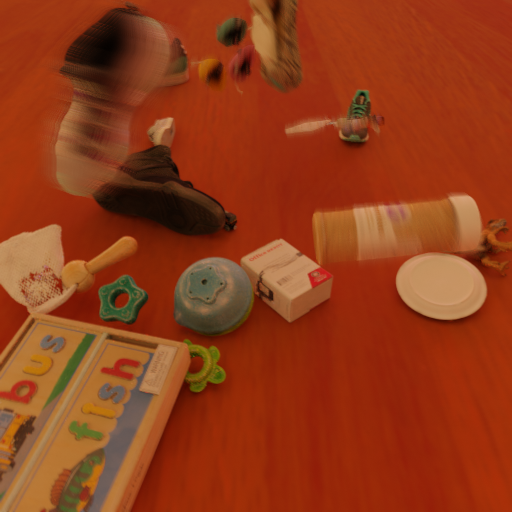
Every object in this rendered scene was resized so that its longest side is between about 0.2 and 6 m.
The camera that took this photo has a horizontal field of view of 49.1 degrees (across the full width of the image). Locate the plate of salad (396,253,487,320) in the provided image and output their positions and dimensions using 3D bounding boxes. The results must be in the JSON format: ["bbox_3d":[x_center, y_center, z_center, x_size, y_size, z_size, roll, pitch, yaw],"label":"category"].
[{"bbox_3d":[3.172,0.534,9.660,1.491,0.358,1.491,-4,47,5],"label":"plate of salad"}]

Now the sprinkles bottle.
[{"bbox_3d":[1.295,-0.233,5.287,1.488,0.508,0.508,-6,39,3],"label":"sprinkles bottle"}]

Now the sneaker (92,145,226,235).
[{"bbox_3d":[-1.730,-1.447,11.443,3.066,1.172,1.756,16,48,27],"label":"sneaker"}]

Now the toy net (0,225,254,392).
[{"bbox_3d":[-2.338,0.787,9.032,4.394,0.849,2.305,9,70,13],"label":"toy net"}]

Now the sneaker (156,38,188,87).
[{"bbox_3d":[-3.688,-5.685,16.534,3.377,1.349,1.205,-15,41,-18],"label":"sneaker"}]

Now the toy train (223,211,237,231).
[{"bbox_3d":[-0.635,-0.753,11.237,0.629,0.359,0.268,31,47,32],"label":"toy train"}]

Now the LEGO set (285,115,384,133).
[{"bbox_3d":[1.654,-2.504,11.018,1.833,0.450,1.370,-2,17,23],"label":"LEGO set"}]

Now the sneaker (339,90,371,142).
[{"bbox_3d":[2.575,-3.609,14.332,0.770,0.905,1.984,7,40,9],"label":"sneaker"}]

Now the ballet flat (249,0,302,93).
[{"bbox_3d":[0.321,-4.593,11.077,1.057,0.952,2.807,13,66,-45],"label":"ballet flat"}]

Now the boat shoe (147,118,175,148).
[{"bbox_3d":[-2.407,-3.011,13.953,0.551,0.540,1.547,-3,33,5],"label":"boat shoe"}]

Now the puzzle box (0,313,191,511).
[{"bbox_3d":[-2.617,2.438,6.883,2.520,0.482,3.788,8,46,12],"label":"puzzle box"}]

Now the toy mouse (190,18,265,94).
[{"bbox_3d":[-0.374,-3.214,8.759,0.304,1.571,1.396,35,91,24],"label":"toy mouse"}]

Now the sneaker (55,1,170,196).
[{"bbox_3d":[-2.626,-2.471,8.876,1.279,3.289,2.301,26,8,0],"label":"sneaker"}]

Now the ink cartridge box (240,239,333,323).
[{"bbox_3d":[0.499,0.393,9.659,0.970,0.557,1.335,-27,46,-29],"label":"ink cartridge box"}]

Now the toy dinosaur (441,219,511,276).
[{"bbox_3d":[4.047,-0.143,10.348,2.352,0.710,1.249,-14,29,-37],"label":"toy dinosaur"}]
